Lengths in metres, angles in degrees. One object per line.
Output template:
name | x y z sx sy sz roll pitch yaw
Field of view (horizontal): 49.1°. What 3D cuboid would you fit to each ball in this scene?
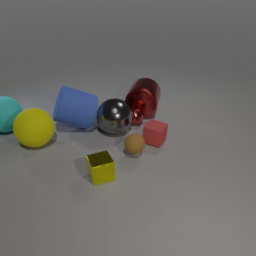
ball | -0.514 -0.449 10.801 1.400 1.400 1.400 0 30 0
ball | 0.287 -0.479 11.527 0.700 0.700 0.700 0 30 0
ball | -4.827 -0.532 10.941 1.400 1.400 1.400 0 30 0
ball | 0.222 0.523 9.428 0.700 0.700 0.700 0 30 0
ball | -3.364 -0.014 10.031 1.400 1.400 1.400 0 30 0

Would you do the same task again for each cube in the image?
cube | -0.840 1.217 8.570 0.700 0.700 0.700 -13 32 -20
cube | 0.997 0.187 10.319 0.700 0.700 0.700 18 35 22

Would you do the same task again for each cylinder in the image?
cylinder | 0.673 -1.323 12.304 1.400 1.400 1.400 6 30 11
cylinder | -2.051 -0.785 10.907 1.400 1.400 1.400 15 24 -22
